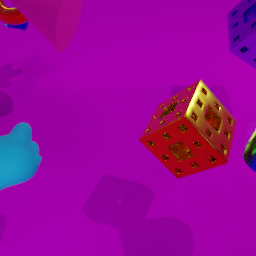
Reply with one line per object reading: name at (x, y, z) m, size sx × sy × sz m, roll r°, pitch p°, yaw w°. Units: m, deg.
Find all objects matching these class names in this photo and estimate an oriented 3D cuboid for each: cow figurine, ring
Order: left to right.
cow figurine at (-1.876, 0.656, 3.568) m, size 1.533 × 0.842 × 1.509 m, roll -12°, pitch 38°, yaw -7°
ring at (-2.358, -3.075, 5.975) m, size 1.729 × 0.346 × 1.729 m, roll -1°, pitch 88°, yaw 23°
cow figurine at (-2.890, -3.185, 7.459) m, size 1.155 × 0.645 × 1.174 m, roll -29°, pitch 83°, yaw -35°

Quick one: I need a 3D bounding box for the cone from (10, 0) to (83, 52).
cone at (-1.525, -2.055, 4.660) m, size 1.209 × 1.204 × 1.204 m, roll 20°, pitch 50°, yaw -2°

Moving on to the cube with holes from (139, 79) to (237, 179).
cube with holes at (0.982, 0.041, 4.531) m, size 0.976 × 0.976 × 0.976 m, roll 45°, pitch 47°, yaw -14°

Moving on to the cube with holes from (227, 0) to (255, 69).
cube with holes at (3.355, -2.336, 6.489) m, size 1.399 × 1.399 × 1.399 m, roll 25°, pitch 55°, yaw -22°

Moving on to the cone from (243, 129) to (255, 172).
cone at (2.039, -0.302, 3.166) m, size 1.413 × 1.418 × 1.413 m, roll -10°, pitch 21°, yaw 4°
